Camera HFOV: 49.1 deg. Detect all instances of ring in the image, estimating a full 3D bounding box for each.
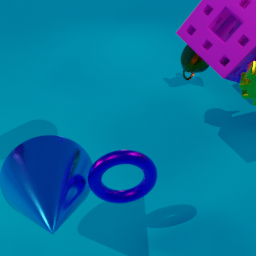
[{"bbox_3d":[-0.080,0.794,4.445,1.110,1.110,0.222,-5,36,-4],"label":"ring"}]

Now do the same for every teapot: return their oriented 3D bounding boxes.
[{"bbox_3d":[1.632,-1.638,6.393,0.617,1.260,0.783,16,31,-25],"label":"teapot"}]

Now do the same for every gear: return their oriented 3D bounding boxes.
[{"bbox_3d":[2.184,-0.587,3.872,1.173,1.173,0.217,13,70,12],"label":"gear"}]

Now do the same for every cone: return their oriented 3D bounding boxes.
[{"bbox_3d":[-1.096,1.034,3.966,1.507,1.507,1.513,-14,19,-13],"label":"cone"}]

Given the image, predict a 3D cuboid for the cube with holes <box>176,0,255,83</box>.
[{"bbox_3d":[1.897,-1.697,5.008,1.219,1.219,1.219,51,28,20],"label":"cube with holes"}]
